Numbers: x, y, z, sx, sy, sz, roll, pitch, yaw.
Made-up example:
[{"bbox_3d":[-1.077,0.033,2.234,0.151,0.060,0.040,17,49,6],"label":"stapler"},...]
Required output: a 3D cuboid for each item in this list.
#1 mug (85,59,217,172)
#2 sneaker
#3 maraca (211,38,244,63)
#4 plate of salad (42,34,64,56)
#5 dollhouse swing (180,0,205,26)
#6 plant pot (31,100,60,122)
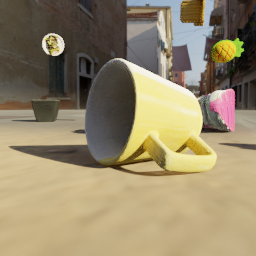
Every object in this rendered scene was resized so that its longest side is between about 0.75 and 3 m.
[{"bbox_3d":[0.302,0.004,3.614,1.291,1.573,1.260,7,-33,-34],"label":"mug"},{"bbox_3d":[2.465,-0.438,8.228,1.249,1.151,2.830,1,-4,21],"label":"sneaker"},{"bbox_3d":[2.994,-2.330,8.454,0.977,0.670,0.523,-15,27,4],"label":"maraca"},{"bbox_3d":[-3.254,-3.625,12.202,0.926,0.926,0.222,-1,15,-17],"label":"plate of salad"},{"bbox_3d":[2.199,-3.997,9.630,0.792,0.901,0.818,3,24,9],"label":"dollhouse swing"},{"bbox_3d":[-3.653,-0.767,12.533,1.082,0.962,1.084,0,5,-6],"label":"plant pot"}]
